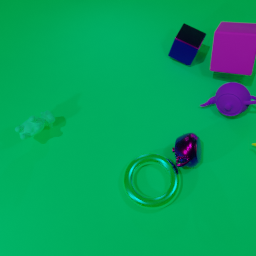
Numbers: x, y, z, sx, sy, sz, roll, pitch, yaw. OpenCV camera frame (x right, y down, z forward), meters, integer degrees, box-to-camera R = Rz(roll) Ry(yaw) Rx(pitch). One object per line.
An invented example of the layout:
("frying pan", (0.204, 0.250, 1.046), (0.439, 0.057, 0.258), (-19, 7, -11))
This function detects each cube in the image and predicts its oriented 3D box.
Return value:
("cube", (2.035, -2.871, 9.685), (0.876, 0.876, 0.876), (27, 61, 5))
("cube", (3.412, -2.549, 8.886), (1.263, 1.263, 1.263), (12, 37, 21))

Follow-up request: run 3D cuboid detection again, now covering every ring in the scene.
("ring", (0.639, 1.427, 7.681), (1.603, 0.321, 1.603), (-1, 61, 3))

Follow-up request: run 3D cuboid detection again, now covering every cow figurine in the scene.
("cow figurine", (-2.658, -0.089, 8.137), (1.071, 1.053, 0.588), (-34, 94, -1))

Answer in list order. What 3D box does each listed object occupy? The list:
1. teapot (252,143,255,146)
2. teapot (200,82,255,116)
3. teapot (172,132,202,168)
("teapot", (4.295, 0.548, 7.913), (1.499, 0.932, 0.734), (-5, 44, -7))
("teapot", (3.078, -0.814, 8.515), (1.701, 1.057, 0.833), (1, 32, 36))
("teapot", (1.637, 0.586, 7.879), (0.767, 0.975, 1.567), (-2, 31, 25))
